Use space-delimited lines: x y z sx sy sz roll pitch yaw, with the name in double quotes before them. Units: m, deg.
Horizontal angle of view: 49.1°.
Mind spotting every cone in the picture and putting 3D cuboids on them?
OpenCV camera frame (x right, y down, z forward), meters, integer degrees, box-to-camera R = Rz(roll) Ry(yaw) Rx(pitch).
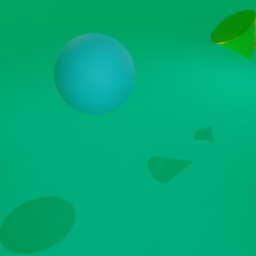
"cone" 2.595 -1.909 6.374 1.032 1.036 1.032 -31 34 24

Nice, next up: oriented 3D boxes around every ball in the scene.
"ball" -0.570 -0.918 4.873 1.390 1.390 1.390 0 34 0

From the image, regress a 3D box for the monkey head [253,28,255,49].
"monkey head" 3.658 -2.560 7.537 0.724 0.607 1.007 15 53 30
